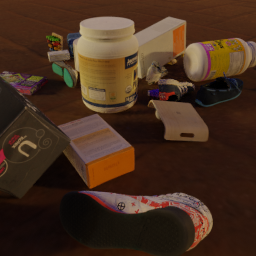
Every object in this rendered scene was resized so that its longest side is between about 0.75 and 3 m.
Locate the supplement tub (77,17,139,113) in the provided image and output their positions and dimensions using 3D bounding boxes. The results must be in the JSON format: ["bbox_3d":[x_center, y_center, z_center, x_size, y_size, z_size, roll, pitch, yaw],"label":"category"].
[{"bbox_3d":[-0.611,-2.005,8.907,1.892,2.620,1.892,0,34,0],"label":"supplement tub"}]

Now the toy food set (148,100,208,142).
[{"bbox_3d":[1.419,-0.218,8.259,1.301,0.548,1.813,4,34,-16],"label":"toy food set"}]

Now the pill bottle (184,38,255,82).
[{"bbox_3d":[3.726,-2.734,11.043,2.792,1.455,1.455,-12,36,-17],"label":"pill bottle"}]

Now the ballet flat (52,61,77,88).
[{"bbox_3d":[-2.300,-2.139,10.830,0.608,0.644,1.910,-17,40,-32],"label":"ballet flat"}]

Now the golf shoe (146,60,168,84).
[{"bbox_3d":[1.018,-2.084,10.748,0.699,0.868,1.784,39,16,7],"label":"golf shoe"}]

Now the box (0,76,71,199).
[{"bbox_3d":[-2.962,-0.051,6.448,1.741,1.510,2.848,-50,50,-7],"label":"box"}]

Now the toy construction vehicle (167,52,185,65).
[{"bbox_3d":[1.744,-3.422,12.912,1.429,0.503,1.244,28,43,35],"label":"toy construction vehicle"}]

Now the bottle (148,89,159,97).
[{"bbox_3d":[1.093,-1.226,9.883,0.776,0.253,0.324,0,36,0],"label":"bottle"}]

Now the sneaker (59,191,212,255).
[{"bbox_3d":[0.122,1.643,5.162,2.751,0.919,1.474,-4,-8,36],"label":"sneaker"}]

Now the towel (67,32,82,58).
[{"bbox_3d":[-2.312,-4.187,13.935,1.322,0.575,2.368,-10,35,-10],"label":"towel"}]

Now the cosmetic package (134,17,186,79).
[{"bbox_3d":[1.158,-3.385,11.640,2.818,1.429,1.004,-36,48,-26],"label":"cosmetic package"}]

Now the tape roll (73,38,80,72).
[{"bbox_3d":[-1.441,-3.103,11.865,1.666,1.144,1.666,0,34,0],"label":"tape roll"}]

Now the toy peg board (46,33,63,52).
[{"bbox_3d":[-3.511,-3.961,13.296,0.448,0.912,0.916,-17,37,-37],"label":"toy peg board"}]

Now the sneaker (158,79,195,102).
[{"bbox_3d":[1.637,-1.181,9.556,0.705,0.794,1.880,6,5,44],"label":"sneaker"}]

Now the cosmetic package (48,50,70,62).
[{"bbox_3d":[-3.187,-3.337,12.943,0.939,0.347,0.477,-12,35,-14],"label":"cosmetic package"}]

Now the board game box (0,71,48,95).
[{"bbox_3d":[-4.210,-1.731,10.631,1.968,0.318,1.181,10,31,15],"label":"board game box"}]

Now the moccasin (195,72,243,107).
[{"bbox_3d":[3.289,-1.381,9.646,2.254,0.769,0.907,-27,42,-34],"label":"moccasin"}]

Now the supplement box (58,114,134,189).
[{"bbox_3d":[-0.846,0.484,6.910,1.208,0.705,1.917,-19,37,-26],"label":"supplement box"}]
